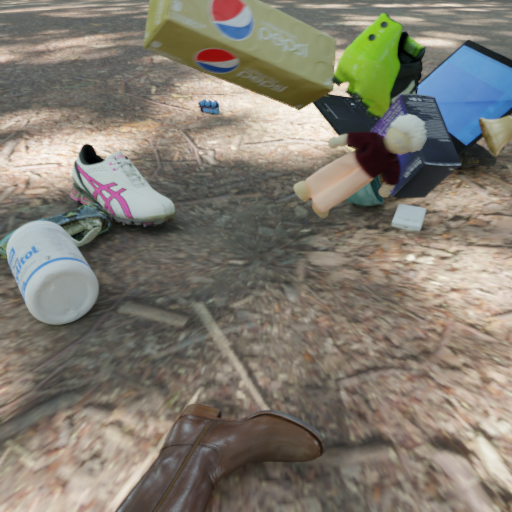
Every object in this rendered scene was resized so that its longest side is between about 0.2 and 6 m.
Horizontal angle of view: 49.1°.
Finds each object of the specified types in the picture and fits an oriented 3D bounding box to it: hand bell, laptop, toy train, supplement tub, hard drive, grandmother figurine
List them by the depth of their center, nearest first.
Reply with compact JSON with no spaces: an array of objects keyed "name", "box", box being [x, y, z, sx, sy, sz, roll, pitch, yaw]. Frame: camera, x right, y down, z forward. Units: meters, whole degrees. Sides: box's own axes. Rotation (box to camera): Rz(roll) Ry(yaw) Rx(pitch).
[{"name":"grandmother figurine","box":[0.998,-0.822,5.122,0.779,1.284,0.389,34,41,-26]},{"name":"supplement tub","box":[-3.328,0.244,9.090,1.109,1.109,1.681,-18,36,-27]},{"name":"hand bell","box":[4.784,-2.392,9.869,1.441,0.750,0.750,-23,28,16]},{"name":"hard drive","box":[3.200,-0.807,11.721,0.580,0.115,0.879,12,34,18]},{"name":"laptop","box":[3.704,-3.939,13.178,4.104,2.120,3.637,4,31,-14]},{"name":"toy train","box":[-1.496,-4.711,17.736,0.724,0.414,0.314,9,26,14]}]

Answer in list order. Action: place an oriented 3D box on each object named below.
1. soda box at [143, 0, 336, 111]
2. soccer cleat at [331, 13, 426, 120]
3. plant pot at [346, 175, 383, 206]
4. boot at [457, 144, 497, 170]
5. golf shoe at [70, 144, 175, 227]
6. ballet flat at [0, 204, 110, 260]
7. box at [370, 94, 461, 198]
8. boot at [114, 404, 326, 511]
[{"name":"soda box","box":[-0.185,-3.599,9.507,3.218,1.090,1.030,12,-15,-30]},{"name":"soccer cleat","box":[2.483,-3.033,9.934,1.170,1.404,3.464,46,17,21]},{"name":"plant pot","box":[2.267,-1.513,12.192,0.678,1.012,1.012,-17,24,27]},{"name":"boot","box":[4.190,-2.689,14.157,2.529,1.006,2.905,-15,39,-31]},{"name":"golf shoe","box":[-2.823,-1.450,11.560,2.841,1.308,1.031,22,25,28]},{"name":"ballet flat","box":[-3.685,-0.380,10.523,0.802,0.802,2.160,26,43,35]},{"name":"box","box":[2.208,-1.526,7.872,0.616,0.873,1.180,-2,64,-22]},{"name":"boot","box":[-0.427,2.509,5.837,1.931,0.666,2.072,-1,26,24]}]
